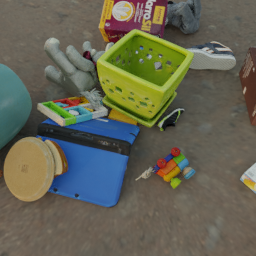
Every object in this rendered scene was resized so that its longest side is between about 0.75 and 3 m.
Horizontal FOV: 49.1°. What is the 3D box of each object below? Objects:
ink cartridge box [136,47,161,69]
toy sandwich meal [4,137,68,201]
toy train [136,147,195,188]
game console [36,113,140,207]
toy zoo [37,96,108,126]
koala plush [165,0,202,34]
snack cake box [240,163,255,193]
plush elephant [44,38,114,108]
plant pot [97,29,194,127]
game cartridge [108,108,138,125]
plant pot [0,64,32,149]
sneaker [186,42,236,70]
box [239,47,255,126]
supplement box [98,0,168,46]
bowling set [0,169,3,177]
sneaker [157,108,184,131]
[{"bbox_3d":[0.709,-2.758,11.446,1.092,0.460,0.789,31,59,22],"label":"ink cartridge box"},{"bbox_3d":[-2.656,1.111,7.967,1.972,0.675,1.972,-3,83,23],"label":"toy sandwich meal"},{"bbox_3d":[1.131,1.389,8.173,1.661,0.703,0.961,-35,73,-24],"label":"toy train"},{"bbox_3d":[-1.333,0.789,8.825,2.926,1.731,2.497,13,22,9],"label":"game console"},{"bbox_3d":[-1.702,-0.654,9.437,1.426,0.222,2.174,30,32,34],"label":"toy zoo"},{"bbox_3d":[2.248,-5.209,12.898,1.875,1.723,1.663,18,59,40],"label":"koala plush"},{"bbox_3d":[4.057,1.639,8.054,0.770,0.450,1.339,-31,59,-24],"label":"snack cake box"},{"bbox_3d":[-1.418,-2.235,10.011,2.690,2.216,2.083,39,64,8],"label":"plush elephant"},{"bbox_3d":[0.498,-1.534,9.329,2.344,2.127,2.333,29,54,15],"label":"plant pot"},{"bbox_3d":[-0.062,-0.549,9.944,1.029,0.167,0.907,18,54,10],"label":"game cartridge"},{"bbox_3d":[-4.389,-0.652,8.478,2.850,2.850,2.287,31,51,22],"label":"plant pot"},{"bbox_3d":[3.123,-2.938,11.320,2.330,0.914,0.925,6,57,-10],"label":"sneaker"},{"bbox_3d":[4.787,-1.499,9.922,1.016,1.357,2.711,2,51,2],"label":"box"},{"bbox_3d":[0.256,-4.560,11.903,2.600,1.342,1.702,9,83,8],"label":"supplement box"},{"bbox_3d":[-4.187,1.435,8.111,0.980,0.756,1.409,11,66,-22],"label":"bowling set"},{"bbox_3d":[1.518,-0.261,9.618,1.159,0.416,0.480,-31,72,-15],"label":"sneaker"}]
